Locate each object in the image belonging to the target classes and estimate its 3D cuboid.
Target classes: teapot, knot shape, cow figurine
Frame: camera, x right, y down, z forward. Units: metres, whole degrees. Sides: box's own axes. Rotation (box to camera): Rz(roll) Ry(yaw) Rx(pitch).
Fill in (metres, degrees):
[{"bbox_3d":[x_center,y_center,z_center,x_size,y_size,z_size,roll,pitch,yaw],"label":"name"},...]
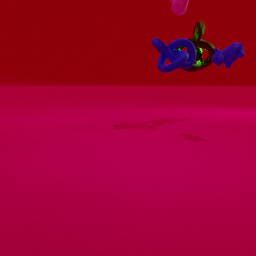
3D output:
[{"bbox_3d":[1.675,-4.152,9.241,0.600,0.762,1.226,17,30,6],"label":"teapot"},{"bbox_3d":[1.419,-2.518,9.357,1.512,0.747,1.616,37,51,19],"label":"knot shape"},{"bbox_3d":[2.576,-2.809,10.525,0.893,1.932,1.808,22,-8,45],"label":"knot shape"},{"bbox_3d":[2.660,-1.982,7.488,0.912,0.500,0.897,-38,20,38],"label":"cow figurine"}]
